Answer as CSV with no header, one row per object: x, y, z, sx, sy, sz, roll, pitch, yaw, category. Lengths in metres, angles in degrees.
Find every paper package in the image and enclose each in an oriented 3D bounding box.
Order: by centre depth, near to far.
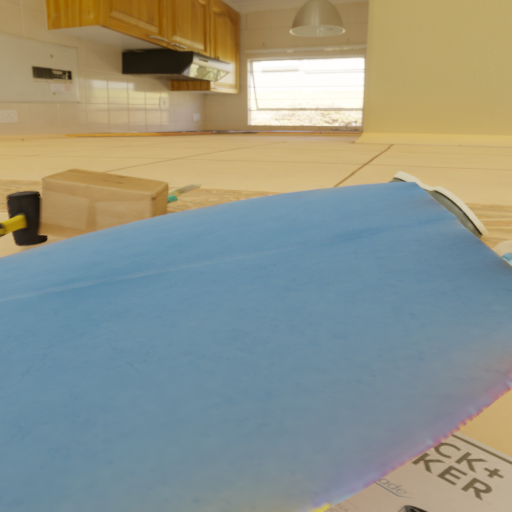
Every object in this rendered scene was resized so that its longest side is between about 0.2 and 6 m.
-2.680,-0.900,10.204,1.967,1.018,1.875,7,14,-2,paper package

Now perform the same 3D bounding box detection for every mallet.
-3.972,-0.571,8.726,0.602,0.964,2.926,-6,5,-2,mallet

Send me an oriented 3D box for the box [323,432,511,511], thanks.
0.134,1.694,1.816,3.144,0.945,1.834,-13,20,-39,box

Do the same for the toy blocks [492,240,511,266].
4.142,0.183,7.286,2.325,0.844,1.938,-11,14,-36,toy blocks

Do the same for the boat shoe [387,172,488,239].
3.509,-0.851,11.593,0.992,1.169,3.210,-44,27,4,boat shoe

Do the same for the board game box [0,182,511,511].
-0.915,0.695,4.016,4.735,1.167,5.993,-10,13,10,board game box

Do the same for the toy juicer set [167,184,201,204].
-2.585,-1.202,13.135,2.404,0.654,1.530,-10,0,-22,toy juicer set
